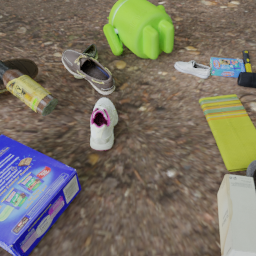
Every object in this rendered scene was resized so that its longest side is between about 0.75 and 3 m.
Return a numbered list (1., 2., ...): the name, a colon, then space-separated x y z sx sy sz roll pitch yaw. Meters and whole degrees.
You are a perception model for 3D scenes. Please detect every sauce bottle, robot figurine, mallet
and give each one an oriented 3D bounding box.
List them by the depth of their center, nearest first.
1. sauce bottle: -2.939 -1.153 7.803 2.080 0.673 0.673 36 53 8
2. mallet: 4.239 -2.091 9.599 0.773 0.483 2.346 14 43 15
3. robot figurine: 0.444 -3.719 10.271 2.619 1.727 2.985 -29 52 -17

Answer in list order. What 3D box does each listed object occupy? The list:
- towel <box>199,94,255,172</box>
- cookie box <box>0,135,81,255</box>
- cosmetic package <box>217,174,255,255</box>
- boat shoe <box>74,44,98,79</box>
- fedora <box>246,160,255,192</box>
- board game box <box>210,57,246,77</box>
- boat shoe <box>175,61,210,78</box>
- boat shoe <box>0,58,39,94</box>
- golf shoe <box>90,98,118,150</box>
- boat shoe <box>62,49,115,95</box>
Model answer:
1. towel: 2.805 0.043 7.563 1.144 0.240 2.659 -7 46 0
2. cookie box: -2.421 1.293 5.822 2.171 0.816 1.857 22 49 21
3. cosmetic package: 2.114 1.764 5.365 0.574 0.813 1.570 7 44 8
4. boat shoe: -1.468 -2.358 9.727 0.598 0.550 1.673 12 47 8
5. fedora: 3.040 1.289 6.036 1.041 0.531 1.177 -10 53 -7
6. board game box: 3.423 -2.101 9.687 1.104 0.248 0.839 7 45 7
7. boat shoe: 2.193 -2.083 9.550 1.265 0.416 0.455 29 51 26
8. boat shoe: -3.966 -1.407 8.517 2.511 0.956 0.900 -30 94 -35
9. golf shoe: -0.636 -0.311 7.442 0.719 0.873 1.909 -2 43 -1
10. boat shoe: -1.294 -1.921 8.878 2.190 0.652 0.787 40 70 18
